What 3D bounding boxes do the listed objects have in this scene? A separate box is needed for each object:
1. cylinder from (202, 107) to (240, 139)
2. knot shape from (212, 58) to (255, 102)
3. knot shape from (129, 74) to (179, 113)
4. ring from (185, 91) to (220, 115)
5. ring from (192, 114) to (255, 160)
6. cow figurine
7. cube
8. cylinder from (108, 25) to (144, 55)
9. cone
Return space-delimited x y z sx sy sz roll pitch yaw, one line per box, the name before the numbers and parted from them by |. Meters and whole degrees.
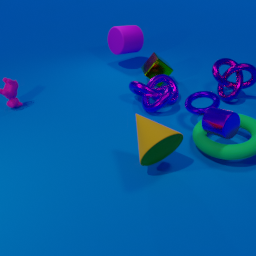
cylinder | 2.413 -0.134 7.287 0.705 0.705 0.705 -22 28 -29
knot shape | 3.669 -1.866 10.027 1.476 1.577 0.729 53 27 10
knot shape | 1.082 -1.304 9.979 1.738 0.858 1.857 -20 39 -30
ring | 2.284 -0.781 8.620 1.068 0.214 1.068 -10 40 9
ring | 2.815 0.181 7.833 1.976 0.395 1.976 -7 33 5
cow figurine | -3.964 -1.181 9.632 0.514 0.936 0.921 17 -7 31
cube | 1.163 -2.364 11.258 0.848 0.848 0.848 31 23 -24
cylinder | -0.104 -3.945 12.553 1.185 1.185 1.185 -19 38 -35
cone | 0.524 0.090 7.103 1.251 1.251 1.256 -20 59 -26
